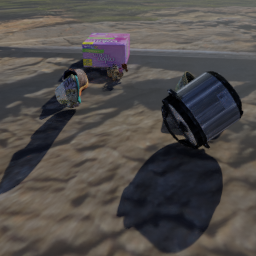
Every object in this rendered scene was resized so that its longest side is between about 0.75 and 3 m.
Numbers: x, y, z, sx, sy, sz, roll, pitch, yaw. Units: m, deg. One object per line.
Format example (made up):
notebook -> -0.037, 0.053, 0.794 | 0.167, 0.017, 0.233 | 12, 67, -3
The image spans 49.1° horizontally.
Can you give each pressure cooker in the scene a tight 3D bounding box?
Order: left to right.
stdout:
pressure cooker -> 1.924, -0.453, 7.789 | 1.923, 1.717, 1.691 | -36, 54, -1

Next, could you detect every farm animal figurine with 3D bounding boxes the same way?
farm animal figurine -> -0.526, -2.444, 12.556 | 1.088, 0.574, 1.101 | 9, 38, 37

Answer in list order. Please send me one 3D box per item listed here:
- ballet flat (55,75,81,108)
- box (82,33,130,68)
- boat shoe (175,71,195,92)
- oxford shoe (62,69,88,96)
ballet flat -> -1.955, -1.086, 9.143 | 0.830, 0.830, 2.308 | -6, -7, -9
box -> -1.061, -4.090, 14.577 | 2.124, 1.167, 2.415 | 3, 32, 5
boat shoe -> 2.423, -0.935, 9.487 | 0.919, 0.786, 2.507 | -12, 48, -26
oxford shoe -> -2.152, -2.028, 11.451 | 0.902, 0.922, 2.529 | 0, 32, 0
